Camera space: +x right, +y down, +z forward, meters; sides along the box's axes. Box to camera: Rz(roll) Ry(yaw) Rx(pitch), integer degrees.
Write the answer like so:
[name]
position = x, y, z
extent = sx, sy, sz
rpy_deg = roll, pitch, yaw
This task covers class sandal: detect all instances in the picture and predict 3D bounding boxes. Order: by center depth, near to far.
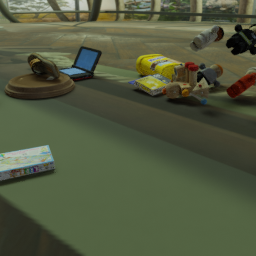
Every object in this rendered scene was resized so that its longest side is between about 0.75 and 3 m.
[sandal]
position = -3.672, -2.519, 11.717
extent = 0.626, 0.931, 2.318
rpy_deg = -40, 47, -24

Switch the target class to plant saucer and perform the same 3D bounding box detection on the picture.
[plant saucer]
position = -3.604, -1.832, 11.524
extent = 2.809, 0.414, 2.809
rpy_deg = 0, 24, 0

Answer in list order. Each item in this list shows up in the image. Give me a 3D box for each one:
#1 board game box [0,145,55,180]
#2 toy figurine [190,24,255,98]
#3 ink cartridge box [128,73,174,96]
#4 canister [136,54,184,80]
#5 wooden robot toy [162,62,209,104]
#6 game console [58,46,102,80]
[board game box]
position = -2.309, 0.750, 6.223
extent = 1.209, 0.207, 0.813
rpy_deg = -10, 27, -20
[toy figurine]
position = 3.811, -2.653, 10.714
extent = 1.805, 2.595, 2.555
rpy_deg = -32, 34, -28
[ink cartridge box]
position = 0.971, -1.869, 11.395
extent = 1.379, 0.328, 1.395
rpy_deg = -25, 48, -37
[canister]
position = 1.544, -2.759, 12.941
extent = 1.538, 0.896, 2.071
rpy_deg = -13, 30, -27
[wooden robot toy]
position = 1.871, -1.678, 10.367
extent = 1.351, 1.312, 2.978
rpy_deg = -13, 26, -3
[game console]
position = -2.440, -3.144, 13.400
extent = 1.710, 1.178, 1.984
rpy_deg = -18, 30, -34
